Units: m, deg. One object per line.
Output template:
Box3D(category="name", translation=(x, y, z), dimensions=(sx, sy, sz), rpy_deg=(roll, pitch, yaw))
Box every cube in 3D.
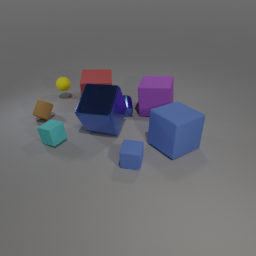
Box3D(category="cube", translation=(0.130, 0.894, 9.369), dimensions=(0.700, 0.700, 0.700), rpy_deg=(6, 38, 9))
Box3D(category="cube", translation=(-0.991, -0.717, 10.794), dimensions=(1.400, 1.400, 1.400), rpy_deg=(6, 61, 18))
Box3D(category="cube", translation=(1.274, -1.429, 12.518), dimensions=(1.400, 1.400, 1.400), rpy_deg=(3, 31, 13))
Box3D(category="cube", translation=(-1.451, -1.835, 13.173), dimensions=(1.400, 1.400, 1.400), rpy_deg=(-2, 37, -3))
Box3D(category="cube", translation=(1.709, 0.039, 10.124), dimensions=(1.400, 1.400, 1.400), rpy_deg=(-18, 35, -32))
Box3D(category="cube", translation=(-2.835, 0.179, 10.506), dimensions=(0.700, 0.700, 0.700), rpy_deg=(9, 33, 34))

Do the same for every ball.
Box3D(category="ball", translation=(-3.139, -2.121, 13.593), dimensions=(0.700, 0.700, 0.700), rpy_deg=(0, 31, 0))

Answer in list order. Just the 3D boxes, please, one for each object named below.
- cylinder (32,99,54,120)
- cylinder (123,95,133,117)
Box3D(category="cylinder", translation=(-3.630, -0.775, 11.971), dimensions=(0.700, 0.700, 0.700), rpy_deg=(17, -6, 2))
Box3D(category="cylinder", translation=(-0.146, -0.964, 12.302), dimensions=(0.700, 0.700, 0.700), rpy_deg=(-3, 58, -5))
